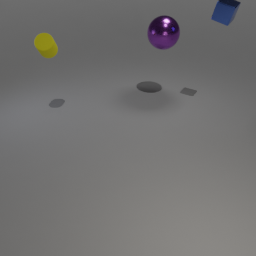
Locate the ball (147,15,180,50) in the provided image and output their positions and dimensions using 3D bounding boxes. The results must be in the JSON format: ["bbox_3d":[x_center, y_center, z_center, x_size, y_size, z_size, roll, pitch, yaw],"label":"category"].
[{"bbox_3d":[1.530,-4.093,12.049,1.400,1.400,1.400,0,31,0],"label":"ball"}]

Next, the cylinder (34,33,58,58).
[{"bbox_3d":[-3.028,-3.046,10.388,0.700,0.700,0.700,0,-9,-1],"label":"cylinder"}]

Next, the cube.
[{"bbox_3d":[3.655,-4.380,10.477,0.700,0.700,0.700,30,50,17],"label":"cube"}]
